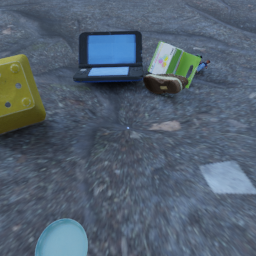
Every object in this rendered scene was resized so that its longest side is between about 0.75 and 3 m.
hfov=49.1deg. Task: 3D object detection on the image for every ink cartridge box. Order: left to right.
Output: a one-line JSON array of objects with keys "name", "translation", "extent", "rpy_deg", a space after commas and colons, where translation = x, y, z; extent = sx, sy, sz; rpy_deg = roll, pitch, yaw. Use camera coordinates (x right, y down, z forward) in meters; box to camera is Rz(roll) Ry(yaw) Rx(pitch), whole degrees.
[{"name": "ink cartridge box", "translation": [1.412, -1.959, 8.663], "extent": [0.523, 1.021, 1.381], "rpy_deg": [3, 26, -45]}]

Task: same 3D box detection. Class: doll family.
[{"name": "doll family", "translation": [2.380, -2.188, 9.434], "extent": [0.553, 0.375, 0.956], "rpy_deg": [-31, 54, 2]}]

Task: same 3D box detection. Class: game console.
[{"name": "game console", "translation": [-0.596, -2.264, 8.747], "extent": [2.119, 1.254, 1.808], "rpy_deg": [-2, 26, 2]}]

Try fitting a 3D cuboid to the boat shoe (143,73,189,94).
[{"name": "boat shoe", "translation": [1.106, -1.320, 8.137], "extent": [0.588, 0.587, 1.589], "rpy_deg": [-31, 31, -24]}]

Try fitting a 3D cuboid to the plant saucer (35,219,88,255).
[{"name": "plant saucer", "translation": [-0.919, 1.705, 3.934], "extent": [0.821, 0.112, 0.821], "rpy_deg": [-10, 58, 16]}]

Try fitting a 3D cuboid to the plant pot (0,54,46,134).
[{"name": "plant pot", "translation": [-2.762, -0.744, 6.214], "extent": [1.674, 1.663, 1.712], "rpy_deg": [-20, 8, -24]}]
